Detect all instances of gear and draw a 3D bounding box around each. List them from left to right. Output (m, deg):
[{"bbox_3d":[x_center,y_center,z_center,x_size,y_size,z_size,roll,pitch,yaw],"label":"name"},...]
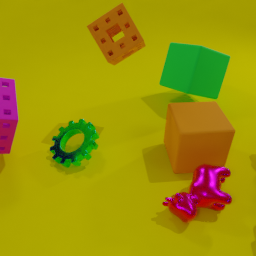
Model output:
[{"bbox_3d":[-1.186,0.324,6.202,1.121,0.207,1.121,-12,54,17],"label":"gear"}]

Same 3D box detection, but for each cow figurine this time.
[{"bbox_3d":[1.247,1.139,5.074,1.158,0.646,1.177,12,56,2],"label":"cow figurine"}]

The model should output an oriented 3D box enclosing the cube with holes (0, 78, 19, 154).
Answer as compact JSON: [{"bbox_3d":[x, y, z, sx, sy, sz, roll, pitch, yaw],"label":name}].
[{"bbox_3d":[-2.947,-0.261,5.668,1.134,1.134,1.134,3,49,-31],"label":"cube with holes"}]

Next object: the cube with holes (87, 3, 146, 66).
[{"bbox_3d":[-0.215,-1.966,6.028,0.852,0.852,0.852,-30,4,10],"label":"cube with holes"}]

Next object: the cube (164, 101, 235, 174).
[{"bbox_3d":[1.456,0.185,6.035,1.105,1.105,1.105,-3,37,-5],"label":"cube"}]

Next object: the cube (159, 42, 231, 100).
[{"bbox_3d":[1.838,-1.596,7.836,1.234,1.234,1.234,5,15,-35],"label":"cube"}]
